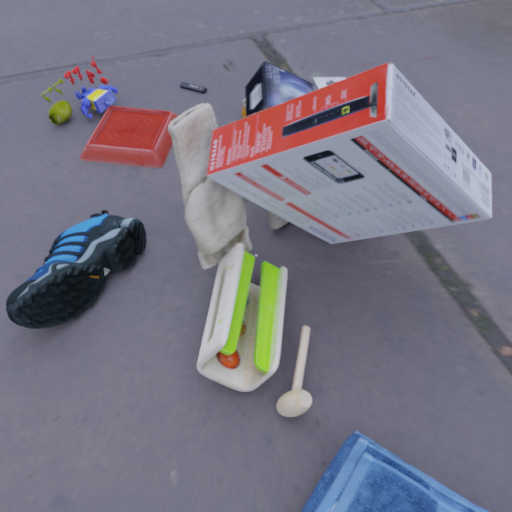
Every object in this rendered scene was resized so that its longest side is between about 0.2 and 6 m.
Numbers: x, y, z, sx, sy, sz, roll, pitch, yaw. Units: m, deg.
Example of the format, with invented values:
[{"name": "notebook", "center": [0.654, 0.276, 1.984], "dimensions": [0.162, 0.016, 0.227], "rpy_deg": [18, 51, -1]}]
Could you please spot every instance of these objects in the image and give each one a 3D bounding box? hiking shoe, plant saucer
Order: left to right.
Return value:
[{"name": "hiking shoe", "center": [-3.185, 0.211, 9.661], "dimensions": [1.225, 1.051, 2.826], "rpy_deg": [19, 41, 29]}, {"name": "plant saucer", "center": [-2.811, -2.790, 12.697], "dimensions": [1.902, 0.350, 1.906], "rpy_deg": [7, 47, 6]}]

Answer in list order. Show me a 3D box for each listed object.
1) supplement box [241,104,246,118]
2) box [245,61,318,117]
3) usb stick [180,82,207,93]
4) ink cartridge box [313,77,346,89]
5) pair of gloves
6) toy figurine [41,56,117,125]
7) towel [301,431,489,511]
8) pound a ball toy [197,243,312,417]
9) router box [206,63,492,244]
[{"name": "supplement box", "center": [-0.034, -3.126, 12.965], "dimensions": [0.394, 0.407, 1.183], "rpy_deg": [-8, 46, -10]}, {"name": "box", "center": [0.438, -2.359, 8.906], "dimensions": [1.056, 0.656, 1.065], "rpy_deg": [16, 54, -27]}, {"name": "usb stick", "center": [-1.593, -4.261, 14.177], "dimensions": [0.723, 0.118, 0.201], "rpy_deg": [19, 50, 16]}, {"name": "ink cartridge box", "center": [1.495, -2.697, 10.281], "dimensions": [0.940, 0.293, 1.168], "rpy_deg": [-16, 78, -40]}, {"name": "pair of gloves", "center": [-0.110, -1.388, 9.570], "dimensions": [0.554, 2.689, 3.162], "rpy_deg": [13, 32, 36]}, {"name": "toy figurine", "center": [-3.879, -3.731, 13.084], "dimensions": [1.117, 0.984, 1.865], "rpy_deg": [24, 54, 23]}, {"name": "towel", "center": [2.201, 3.750, 6.410], "dimensions": [3.574, 0.867, 1.995], "rpy_deg": [28, 54, 22]}, {"name": "pound a ball toy", "center": [-0.004, 1.230, 8.751], "dimensions": [1.626, 1.060, 2.494], "rpy_deg": [28, 41, -19]}, {"name": "router box", "center": [1.485, -1.246, 8.560], "dimensions": [3.026, 3.372, 0.824], "rpy_deg": [-9, 67, 40]}]
